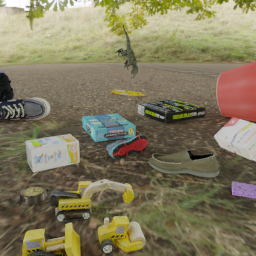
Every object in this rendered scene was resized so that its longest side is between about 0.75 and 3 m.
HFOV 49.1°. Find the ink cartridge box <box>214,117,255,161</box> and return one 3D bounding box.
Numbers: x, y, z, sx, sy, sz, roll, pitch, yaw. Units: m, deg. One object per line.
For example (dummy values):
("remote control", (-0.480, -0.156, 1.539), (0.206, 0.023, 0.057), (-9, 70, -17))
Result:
("ink cartridge box", (3.535, 0.327, 8.385), (0.947, 0.549, 1.627), (-44, 28, -9))

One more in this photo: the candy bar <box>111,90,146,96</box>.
("candy bar", (-0.018, -2.261, 18.169), (2.495, 0.276, 0.622), (11, 16, 34))

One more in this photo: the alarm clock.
("alarm clock", (-1.958, 1.420, 6.028), (0.787, 0.262, 0.531), (-14, 21, -34))

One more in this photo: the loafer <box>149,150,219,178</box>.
("loafer", (1.453, 0.823, 7.341), (1.822, 0.635, 0.685), (4, 17, 14))

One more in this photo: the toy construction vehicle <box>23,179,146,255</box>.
("toy construction vehicle", (-0.751, 1.539, 4.887), (1.944, 0.685, 1.692), (-2, 17, -8))

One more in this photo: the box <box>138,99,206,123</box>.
("box", (1.962, -0.826, 13.000), (2.244, 0.552, 2.324), (-7, 17, -29))

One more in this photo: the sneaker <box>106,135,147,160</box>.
("sneaker", (-0.043, 0.496, 8.573), (1.433, 0.568, 0.685), (-12, 19, -37))

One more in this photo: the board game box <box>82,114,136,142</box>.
("board game box", (-0.772, -0.059, 10.549), (1.487, 0.462, 1.969), (-6, 18, -20))

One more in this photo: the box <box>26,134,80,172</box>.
("box", (-2.085, 0.667, 7.800), (1.310, 0.664, 0.737), (-9, 20, -28))

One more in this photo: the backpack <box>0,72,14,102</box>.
("backpack", (-7.256, -2.047, 14.748), (1.911, 1.851, 2.278), (-6, 17, 7))

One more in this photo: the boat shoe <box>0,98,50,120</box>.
("boat shoe", (-4.730, -0.697, 11.926), (2.682, 1.001, 1.244), (-3, 14, 22))

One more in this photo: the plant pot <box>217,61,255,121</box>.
("plant pot", (5.351, -1.527, 11.971), (2.524, 2.852, 2.852), (0, 13, 37))

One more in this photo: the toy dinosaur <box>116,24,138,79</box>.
("toy dinosaur", (-0.023, -1.952, 7.472), (0.338, 1.425, 0.628), (-12, -5, -28))

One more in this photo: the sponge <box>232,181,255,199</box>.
("sponge", (2.773, 1.413, 6.286), (0.823, 0.123, 0.459), (5, 18, 18))
